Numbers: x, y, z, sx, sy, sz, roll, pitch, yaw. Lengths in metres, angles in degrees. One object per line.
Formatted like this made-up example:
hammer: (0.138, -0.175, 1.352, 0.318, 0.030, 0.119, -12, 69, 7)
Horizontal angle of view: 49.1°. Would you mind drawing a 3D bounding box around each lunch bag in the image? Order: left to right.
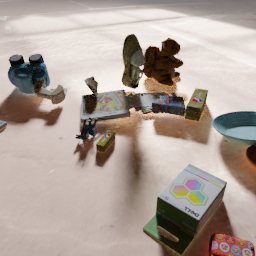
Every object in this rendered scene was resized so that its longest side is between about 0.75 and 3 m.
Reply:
lunch bag: (2.271, 2.860, 6.188, 0.986, 0.404, 0.868, 9, 39, 14)

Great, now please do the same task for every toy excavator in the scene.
toy excavator: (-4.241, -2.086, 12.970, 2.788, 1.432, 2.868, -4, 46, -2)

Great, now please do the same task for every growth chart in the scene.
growth chart: (1.081, -1.104, 12.251, 2.737, 0.243, 1.981, -1, 34, -2)

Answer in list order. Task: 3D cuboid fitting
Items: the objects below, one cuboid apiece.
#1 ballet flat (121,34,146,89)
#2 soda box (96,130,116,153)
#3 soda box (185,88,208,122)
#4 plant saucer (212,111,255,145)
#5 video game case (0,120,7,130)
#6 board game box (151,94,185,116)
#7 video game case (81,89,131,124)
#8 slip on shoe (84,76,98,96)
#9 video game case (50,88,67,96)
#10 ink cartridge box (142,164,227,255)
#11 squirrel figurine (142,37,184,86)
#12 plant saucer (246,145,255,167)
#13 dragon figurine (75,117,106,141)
ballet flat: (0.291, -2.817, 12.436, 1.043, 2.952, 1.043, 2, 57, -4)
soda box: (-0.771, 0.461, 9.840, 0.319, 0.302, 0.942, 12, 36, 19)
soda box: (2.894, -1.007, 11.750, 0.590, 0.625, 1.844, 13, 35, 19)
plant saucer: (4.369, 0.066, 9.999, 2.659, 0.512, 2.659, -5, 22, 2)
video game case: (-5.806, -0.057, 10.745, 1.835, 0.165, 1.314, 15, 37, 21)
board game box: (1.645, -1.016, 11.620, 1.321, 0.408, 1.322, 3, 34, 3)
video game case: (-0.992, -0.964, 11.852, 1.974, 0.248, 2.169, -8, 34, -2)
slip on shoe: (-1.568, -1.937, 12.625, 0.484, 0.607, 1.596, -36, 29, 0)
video game case: (-3.323, -1.685, 13.252, 0.820, 0.094, 0.746, -2, 34, -3)
ink cartridge box: (1.503, 1.967, 7.240, 1.182, 0.675, 2.277, 25, 41, 32)
squirrel figurine: (1.691, -3.510, 14.190, 2.230, 2.081, 1.578, 18, 38, 25)
plant saucer: (4.523, 1.008, 9.063, 1.379, 0.258, 1.379, 0, 34, 0)
dragon figurine: (-1.410, 0.009, 10.381, 0.450, 0.760, 1.529, 14, 17, 23)
